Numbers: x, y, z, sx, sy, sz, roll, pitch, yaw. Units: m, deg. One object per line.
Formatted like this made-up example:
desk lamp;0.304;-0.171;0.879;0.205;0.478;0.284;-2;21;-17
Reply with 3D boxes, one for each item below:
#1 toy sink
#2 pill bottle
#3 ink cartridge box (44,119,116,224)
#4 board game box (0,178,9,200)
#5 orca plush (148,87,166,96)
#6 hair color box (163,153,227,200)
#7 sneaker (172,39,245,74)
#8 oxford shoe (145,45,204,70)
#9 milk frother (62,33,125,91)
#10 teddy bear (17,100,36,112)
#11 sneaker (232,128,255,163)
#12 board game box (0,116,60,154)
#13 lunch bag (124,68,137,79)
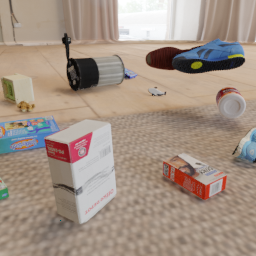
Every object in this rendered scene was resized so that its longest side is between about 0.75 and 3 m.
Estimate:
toy sink;-4.942;-1.758;12.308;0.891;1.036;1.590;-20;30;-39
pill bottle;3.558;-0.962;9.847;0.874;0.874;1.548;4;22;10
ink cartridge box;-0.824;0.765;5.226;0.652;1.564;1.136;9;23;32
board game box;-3.373;1.189;5.924;1.135;0.246;1.687;-16;27;-37
orca plush;1.364;-1.678;13.117;0.856;0.450;0.304;0;-9;6
hair color box;1.427;1.019;6.150;0.691;0.398;1.246;-16;25;-33
sneaker;2.745;-2.542;9.766;2.535;0.836;0.994;-6;66;-1
oxford shoe;1.890;-2.580;10.626;2.471;0.870;0.924;-1;4;2
milk frother;-1.908;-3.488;14.413;2.587;2.750;2.482;-14;22;-33
teddy bear;-4.023;-0.876;11.048;0.705;0.324;0.972;-1;22;-8
sneaker;3.337;0.525;7.409;0.705;0.614;1.567;35;39;24
board game box;-3.070;0.165;8.232;1.958;0.440;1.489;-8;23;-20
lunch bag;-0.039;-3.212;16.893;1.115;0.525;0.840;24;29;23
